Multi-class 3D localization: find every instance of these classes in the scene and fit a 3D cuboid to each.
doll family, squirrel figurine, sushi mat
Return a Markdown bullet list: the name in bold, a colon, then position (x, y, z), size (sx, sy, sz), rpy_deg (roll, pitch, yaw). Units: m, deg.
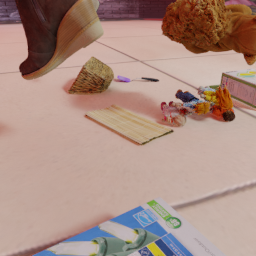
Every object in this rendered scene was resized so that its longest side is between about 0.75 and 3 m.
- **doll family**: position (2.223, -0.789, 8.541), size (2.520, 1.135, 1.564), rpy_deg (-6, 26, -13)
- **squirrel figurine**: position (2.345, -2.558, 7.261), size (2.706, 1.915, 2.526), rpy_deg (-6, 36, -34)
- **sushi mat**: position (-0.050, -0.187, 8.435), size (1.288, 0.163, 2.693), rpy_deg (-22, 33, -36)

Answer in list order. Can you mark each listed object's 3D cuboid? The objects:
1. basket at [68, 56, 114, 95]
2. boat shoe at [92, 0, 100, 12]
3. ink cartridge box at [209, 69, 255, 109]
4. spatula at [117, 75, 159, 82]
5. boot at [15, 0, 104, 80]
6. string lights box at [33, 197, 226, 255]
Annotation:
- **basket**: position (-1.420, -1.913, 11.534), size (1.302, 1.359, 1.824), rpy_deg (32, 24, -10)
- **boat shoe**: position (-1.374, -4.033, 9.850), size (0.425, 1.184, 0.400), rpy_deg (38, 37, -10)
- **ink cartridge box**: position (4.549, -1.624, 10.577), size (1.537, 0.878, 2.960), rpy_deg (-11, 28, -21)
- **spatula**: position (0.459, -2.179, 12.520), size (1.892, 0.194, 0.535), rpy_deg (2, 27, 4)
- **boot**: position (-1.747, -2.118, 5.264), size (2.350, 1.955, 0.850), rpy_deg (-22, 25, 33)
- **string lights box**: position (-0.312, 1.966, 3.178), size (2.784, 0.821, 1.431), rpy_deg (-16, 30, -30)
